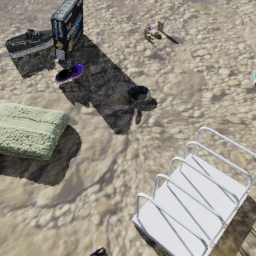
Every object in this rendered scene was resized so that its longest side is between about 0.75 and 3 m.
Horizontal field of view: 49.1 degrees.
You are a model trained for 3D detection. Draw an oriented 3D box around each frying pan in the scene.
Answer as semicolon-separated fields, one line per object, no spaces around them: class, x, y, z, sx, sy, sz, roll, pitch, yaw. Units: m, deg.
frying pan;0.416;-1.011;9.957;0.843;0.227;1.394;-3;51;-1

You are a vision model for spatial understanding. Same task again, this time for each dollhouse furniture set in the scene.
dollhouse furniture set;1.088;-4.575;12.872;1.078;0.477;0.559;-34;57;-26

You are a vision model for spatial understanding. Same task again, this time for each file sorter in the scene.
file sorter;1.702;1.553;6.768;1.891;1.697;2.725;34;56;25

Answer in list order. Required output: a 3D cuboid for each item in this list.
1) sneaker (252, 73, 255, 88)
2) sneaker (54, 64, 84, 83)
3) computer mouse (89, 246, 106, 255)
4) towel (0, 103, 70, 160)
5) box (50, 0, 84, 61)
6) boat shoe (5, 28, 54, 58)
sneaker;5.548;-1.797;10.361;1.761;0.629;0.704;7;54;7
sneaker;-2.161;-2.098;10.563;1.240;0.617;0.431;-31;94;-18
computer mouse;-0.494;3.192;6.329;0.561;0.225;1.023;-32;50;-30
towel;-3.361;0.033;8.874;2.654;0.484;1.969;10;51;9
box;-2.454;-4.235;11.651;0.536;1.851;2.328;13;49;4
boat shoe;-4.038;-3.806;12.007;2.409;0.767;0.852;-34;57;-26
